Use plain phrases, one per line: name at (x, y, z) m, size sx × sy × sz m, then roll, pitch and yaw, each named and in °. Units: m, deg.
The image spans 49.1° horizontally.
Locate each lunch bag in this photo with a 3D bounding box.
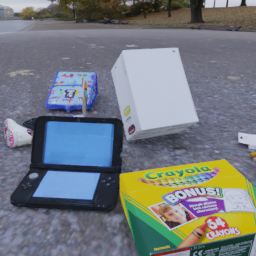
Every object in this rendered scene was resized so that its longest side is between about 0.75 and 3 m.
lunch bag at (-2.684, -1.579, 13.652) m, size 2.089 × 1.306 × 2.775 m, roll 2°, pitch 37°, yaw 1°

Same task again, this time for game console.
game console at (-1.562, 0.854, 7.626) m, size 2.716 × 1.581 × 2.388 m, roll 2°, pitch 25°, yaw 5°

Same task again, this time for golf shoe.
golf shoe at (-4.076, 0.188, 10.317) m, size 0.851 × 0.700 × 1.859 m, roll 1°, pitch 24°, yaw -33°

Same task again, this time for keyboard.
keyboard at (-3.279, -0.191, 11.286) m, size 2.068 × 0.410 × 1.077 m, roll 19°, pitch 31°, yaw 34°

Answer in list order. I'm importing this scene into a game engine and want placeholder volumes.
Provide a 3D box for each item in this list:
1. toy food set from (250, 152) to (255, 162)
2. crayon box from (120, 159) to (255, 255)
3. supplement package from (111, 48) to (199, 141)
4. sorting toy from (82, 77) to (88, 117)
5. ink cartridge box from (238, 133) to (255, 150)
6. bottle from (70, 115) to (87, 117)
toy food set at (4.258, 0.929, 8.814) m, size 0.362 × 0.384 × 0.805 m, roll -7°, pitch -5°, yaw -15°
crayon box at (1.510, 1.834, 6.339) m, size 2.967 × 0.865 × 2.560 m, roll -6°, pitch 26°, yaw -12°
supplement package at (0.879, -1.211, 10.094) m, size 2.212 × 2.840 × 1.574 m, roll -9°, pitch -12°, yaw -21°
sorting toy at (-1.714, -1.238, 11.174) m, size 0.225 × 1.140 × 1.231 m, roll -2°, pitch 51°, yaw -8°
ink cartridge box at (4.364, 0.470, 10.088) m, size 0.767 × 0.195 × 0.870 m, roll 9°, pitch 26°, yaw 17°
bottle at (-2.189, -0.251, 11.249) m, size 1.166 × 0.381 × 0.487 m, roll -9°, pitch 54°, yaw -30°
